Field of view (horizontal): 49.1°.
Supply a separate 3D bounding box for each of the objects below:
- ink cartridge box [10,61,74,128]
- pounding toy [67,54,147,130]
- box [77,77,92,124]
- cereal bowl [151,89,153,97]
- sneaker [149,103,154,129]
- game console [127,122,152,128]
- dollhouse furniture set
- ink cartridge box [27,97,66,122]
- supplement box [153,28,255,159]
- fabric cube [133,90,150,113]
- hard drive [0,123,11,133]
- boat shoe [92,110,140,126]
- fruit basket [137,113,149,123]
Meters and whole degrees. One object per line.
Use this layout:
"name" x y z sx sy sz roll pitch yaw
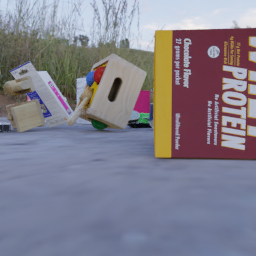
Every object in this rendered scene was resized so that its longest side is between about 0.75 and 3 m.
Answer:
"ink cartridge box" -3.063 -1.206 10.205 1.214 2.563 0.475 -12 32 35
"pounding toy" -0.876 -0.927 8.752 1.742 2.450 2.255 25 -9 -23
"box" -1.329 -1.498 15.715 2.845 2.510 1.375 -3 4 -39
"cereal bowl" 2.038 -1.511 15.125 0.738 1.772 1.772 -33 7 -6
"sneaker" 1.719 -0.289 9.285 1.307 0.915 2.264 3 8 -28
"game console" 0.471 -0.125 11.686 0.949 0.194 1.608 -1 4 -18
"dollhouse furniture set" -4.238 -0.743 8.416 1.875 2.188 2.301 -4 14 40
"ink cartridge box" -5.097 -1.166 17.727 2.252 1.630 0.950 0 3 -4
"supplement box" 1.582 -0.461 4.443 2.348 1.581 2.381 0 3 6
"fabric cube" -0.012 -1.066 14.689 1.747 1.775 1.781 -2 4 -42
"hard drive" -4.382 -0.010 8.523 1.498 0.283 1.047 0 3 -21
"boat shoe" -0.504 -0.322 10.929 2.058 0.621 0.778 5 33 22
"fruit basket" 1.010 -0.336 13.491 1.308 0.613 1.212 19 -6 -32
